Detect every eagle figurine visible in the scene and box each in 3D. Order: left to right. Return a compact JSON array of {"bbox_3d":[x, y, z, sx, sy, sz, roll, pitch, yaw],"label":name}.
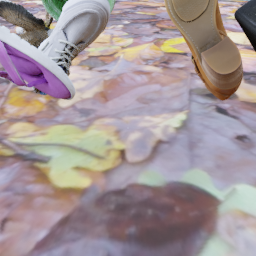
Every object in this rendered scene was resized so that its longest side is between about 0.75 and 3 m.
[{"bbox_3d":[-2.516,-2.365,6.895,1.173,1.179,1.554,-21,4,34],"label":"eagle figurine"}]

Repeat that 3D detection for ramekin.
[{"bbox_3d":[-1.059,-3.038,6.042,1.570,1.570,0.767,-2,54,-4],"label":"ramekin"}]

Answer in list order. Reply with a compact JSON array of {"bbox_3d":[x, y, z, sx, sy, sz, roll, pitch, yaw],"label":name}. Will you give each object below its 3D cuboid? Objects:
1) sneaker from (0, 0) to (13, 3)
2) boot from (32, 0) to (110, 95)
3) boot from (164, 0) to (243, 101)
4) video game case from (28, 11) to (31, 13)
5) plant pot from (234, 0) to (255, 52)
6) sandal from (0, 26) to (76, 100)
[{"bbox_3d":[-4.354,-3.525,8.653,0.756,0.888,2.008,-5,8,43],"label":"sneaker"},{"bbox_3d":[-1.198,-1.492,5.610,0.907,2.466,1.179,18,62,-31],"label":"boot"},{"bbox_3d":[1.533,-1.798,5.808,0.948,2.573,1.991,-21,-14,14],"label":"boot"},{"bbox_3d":[-2.868,-3.094,8.663,1.102,1.211,0.143,15,72,44],"label":"video game case"},{"bbox_3d":[3.339,-1.666,4.993,1.809,1.804,1.605,-33,38,24],"label":"plant pot"},{"bbox_3d":[-2.219,-1.211,4.600,1.190,2.924,0.719,-6,51,59],"label":"sandal"}]
